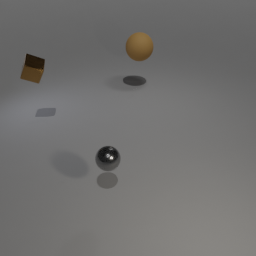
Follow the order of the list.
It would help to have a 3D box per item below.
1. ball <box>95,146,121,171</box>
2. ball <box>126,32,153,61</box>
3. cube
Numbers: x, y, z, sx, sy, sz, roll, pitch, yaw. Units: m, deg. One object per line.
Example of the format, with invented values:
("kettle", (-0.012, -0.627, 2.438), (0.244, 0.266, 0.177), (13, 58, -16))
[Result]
("ball", (-0.549, 0.836, 7.689), (0.700, 0.700, 0.700), (0, 32, 0))
("ball", (0.575, -4.065, 14.052), (1.400, 1.400, 1.400), (0, 32, 0))
("cube", (-3.579, -2.223, 10.523), (0.700, 0.700, 0.700), (13, 49, -26))
